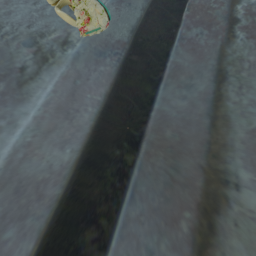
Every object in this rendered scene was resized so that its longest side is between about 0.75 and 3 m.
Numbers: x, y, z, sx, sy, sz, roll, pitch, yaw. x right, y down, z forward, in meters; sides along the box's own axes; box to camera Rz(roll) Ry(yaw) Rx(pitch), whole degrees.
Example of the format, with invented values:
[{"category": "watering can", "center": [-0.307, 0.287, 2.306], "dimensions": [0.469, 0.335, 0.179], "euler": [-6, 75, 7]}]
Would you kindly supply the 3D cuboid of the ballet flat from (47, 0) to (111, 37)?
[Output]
[{"category": "ballet flat", "center": [-0.875, -1.881, 3.980], "dimensions": [0.532, 0.629, 1.664], "euler": [-37, 63, -3]}]
